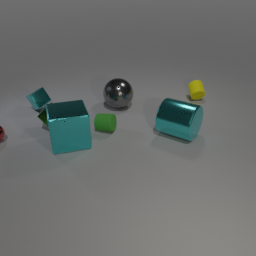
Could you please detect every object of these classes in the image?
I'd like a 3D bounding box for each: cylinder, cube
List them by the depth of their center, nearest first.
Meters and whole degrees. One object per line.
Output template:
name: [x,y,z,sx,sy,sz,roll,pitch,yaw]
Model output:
cube: [-2.188,-0.071,10.311,1.400,1.400,1.400,-9,31,-15]
cylinder: [1.983,-0.340,10.776,1.400,1.400,1.400,18,34,29]
cylinder: [-0.897,-0.228,11.213,0.700,0.700,0.700,3,29,20]
cube: [-3.100,-0.520,11.271,0.700,0.700,0.700,-43,17,3]
cube: [-4.039,-1.339,12.664,0.700,0.700,0.700,-42,23,-28]
cylinder: [3.370,-1.873,13.771,0.700,0.700,0.700,-3,60,-5]

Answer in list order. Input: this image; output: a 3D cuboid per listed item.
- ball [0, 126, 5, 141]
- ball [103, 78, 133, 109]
ball: [-5.014,0.199,10.539,0.700,0.700,0.700,0,30,0]
ball: [-0.450,-1.595,12.944,1.400,1.400,1.400,0,30,0]
